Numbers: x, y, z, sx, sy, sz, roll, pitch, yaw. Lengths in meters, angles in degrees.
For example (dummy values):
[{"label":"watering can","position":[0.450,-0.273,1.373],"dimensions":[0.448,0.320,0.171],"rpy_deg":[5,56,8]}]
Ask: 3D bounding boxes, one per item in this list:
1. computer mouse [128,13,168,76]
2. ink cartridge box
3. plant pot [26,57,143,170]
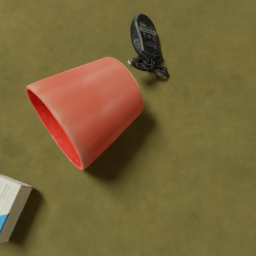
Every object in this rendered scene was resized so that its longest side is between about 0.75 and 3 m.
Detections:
[{"label":"computer mouse","position":[0.483,-2.638,8.972],"dimensions":[1.476,0.562,2.131],"rpy_deg":[6,69,-37]},{"label":"ink cartridge box","position":[-4.054,1.939,7.612],"dimensions":[2.221,0.936,1.621],"rpy_deg":[19,77,6]},{"label":"plant pot","position":[-1.043,-0.579,7.606],"dimensions":[2.331,2.635,2.635],"rpy_deg":[-36,77,-20]}]
